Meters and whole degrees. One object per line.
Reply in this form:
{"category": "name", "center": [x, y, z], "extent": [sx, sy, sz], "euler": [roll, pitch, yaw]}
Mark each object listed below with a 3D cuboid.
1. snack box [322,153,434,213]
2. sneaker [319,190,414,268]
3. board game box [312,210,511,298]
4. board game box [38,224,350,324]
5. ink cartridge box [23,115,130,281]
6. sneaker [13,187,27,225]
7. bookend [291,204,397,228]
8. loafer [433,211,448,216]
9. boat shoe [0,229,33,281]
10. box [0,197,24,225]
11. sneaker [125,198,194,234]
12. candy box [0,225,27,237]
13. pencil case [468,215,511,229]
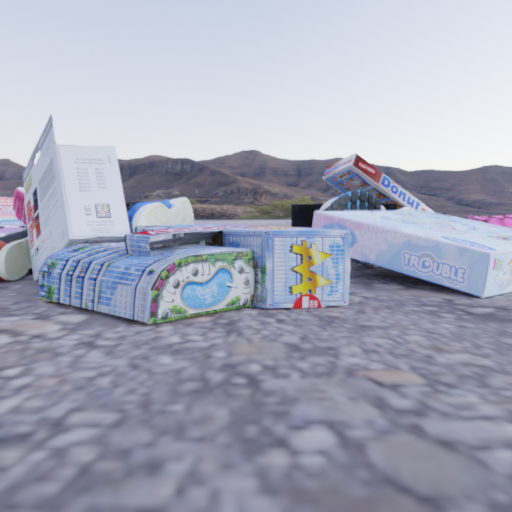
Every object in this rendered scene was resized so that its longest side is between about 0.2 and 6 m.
{"category": "snack box", "center": [3.095, -1.231, 13.096], "extent": [3.168, 0.385, 1.139], "euler": [32, -21, -20]}
{"category": "sneaker", "center": [1.669, -0.347, 9.631], "extent": [1.387, 1.200, 3.202], "euler": [-3, -6, 34]}
{"category": "board game box", "center": [2.491, -0.146, 7.434], "extent": [2.519, 0.549, 2.532], "euler": [-3, 15, -40]}
{"category": "board game box", "center": [-0.454, 0.080, 5.643], "extent": [2.483, 0.766, 2.484], "euler": [3, 6, 42]}
{"category": "ink cartridge box", "center": [-2.283, -0.653, 6.896], "extent": [0.728, 1.525, 1.737], "euler": [-4, -14, -35]}
{"category": "sneaker", "center": [-4.075, -0.889, 12.072], "extent": [2.755, 1.016, 1.205], "euler": [25, 30, 35]}
{"category": "bookend", "center": [2.202, -0.686, 13.050], "extent": [2.285, 1.059, 2.300], "euler": [1, 5, 19]}
{"category": "loafer", "center": [4.773, -0.831, 15.787], "extent": [0.877, 0.907, 2.584], "euler": [4, 6, 41]}
{"category": "boat shoe", "center": [-3.333, -0.016, 7.797], "extent": [0.600, 0.682, 1.916], "euler": [-2, 9, 3]}
{"category": "box", "center": [-6.401, -0.910, 14.664], "extent": [2.624, 1.242, 1.347], "euler": [-2, 5, -22]}
{"category": "sneaker", "center": [-2.749, -0.718, 13.504], "extent": [1.698, 1.172, 3.053], "euler": [-10, 14, 14]}
{"category": "candy box", "center": [-5.688, -0.424, 12.824], "extent": [1.366, 0.582, 1.628], "euler": [0, 5, 3]}
{"category": "pencil case", "center": [5.174, -0.546, 11.816], "extent": [1.557, 0.729, 0.707], "euler": [-5, -18, -20]}
